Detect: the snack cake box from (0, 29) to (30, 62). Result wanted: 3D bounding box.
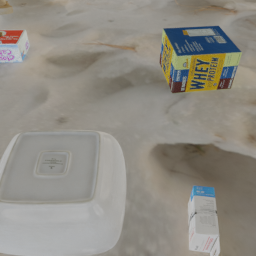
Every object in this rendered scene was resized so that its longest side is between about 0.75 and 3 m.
[{"bbox_3d":[-4.961,-3.063,10.424,2.205,0.741,1.268,-1,41,-2],"label":"snack cake box"}]

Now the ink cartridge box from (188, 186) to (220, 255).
[{"bbox_3d":[1.392,1.810,5.250,0.423,0.723,1.246,5,43,5],"label":"ink cartridge box"}]

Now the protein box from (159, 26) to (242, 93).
[{"bbox_3d":[2.231,-2.291,9.163,1.968,1.328,1.954,-5,43,-5],"label":"protein box"}]

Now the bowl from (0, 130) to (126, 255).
[{"bbox_3d":[-1.454,1.052,5.838,2.854,1.065,2.850,1,44,-1],"label":"bowl"}]

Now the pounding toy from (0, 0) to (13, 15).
[{"bbox_3d":[-2.426,-2.292,4.260,1.003,1.006,1.754,-15,33,-21],"label":"pounding toy"}]
